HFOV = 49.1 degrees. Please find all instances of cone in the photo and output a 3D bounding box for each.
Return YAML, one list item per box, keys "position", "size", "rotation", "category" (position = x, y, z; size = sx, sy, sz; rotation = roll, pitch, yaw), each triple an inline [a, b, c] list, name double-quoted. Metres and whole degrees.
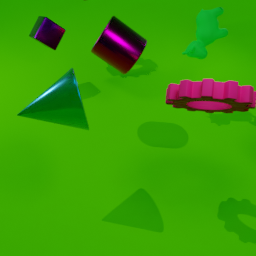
- position: [-1.435, -0.382, 5.131]
  size: [1.189, 1.185, 1.185]
  rotation: [-15, 47, -7]
  category: "cone"

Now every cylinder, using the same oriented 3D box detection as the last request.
- position: [-0.231, -2.081, 7.100]
  size: [1.056, 1.056, 1.056]
  rotation: [32, 45, -15]
  category: "cylinder"

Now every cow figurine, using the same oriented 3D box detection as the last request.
- position: [2.062, -2.588, 7.754]
  size: [1.276, 1.297, 0.712]
  rotation: [-16, 13, 1]
  category: "cow figurine"

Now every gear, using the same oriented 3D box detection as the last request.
- position: [1.388, -0.510, 4.802]
  size: [1.453, 1.453, 0.269]
  rotation: [6, 85, 6]
  category: "gear"

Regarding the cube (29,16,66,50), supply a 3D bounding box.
- position: [-2.582, -3.034, 8.951]
  size: [0.744, 0.744, 0.744]
  rotation: [33, 96, 51]
  category: "cube"
